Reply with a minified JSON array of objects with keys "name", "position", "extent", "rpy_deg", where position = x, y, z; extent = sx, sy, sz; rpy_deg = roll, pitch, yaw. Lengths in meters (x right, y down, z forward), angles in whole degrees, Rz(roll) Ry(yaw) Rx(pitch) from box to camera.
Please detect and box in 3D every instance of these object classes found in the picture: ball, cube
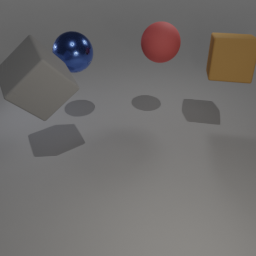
[{"name":"ball","position":[-1.910,-2.630,9.742],"extent":[1.400,1.400,1.400],"rpy_deg":[0,33,0]},{"name":"cube","position":[-2.456,-1.329,7.613],"extent":[1.400,1.400,1.400],"rpy_deg":[-42,51,9]},{"name":"ball","position":[1.155,-3.025,9.924],"extent":[1.400,1.400,1.400],"rpy_deg":[0,33,0]},{"name":"cube","position":[3.518,-2.431,9.595],"extent":[1.400,1.400,1.400],"rpy_deg":[6,26,9]}]
